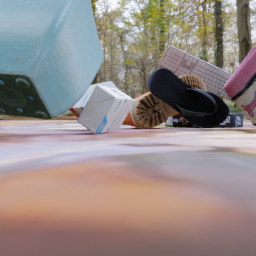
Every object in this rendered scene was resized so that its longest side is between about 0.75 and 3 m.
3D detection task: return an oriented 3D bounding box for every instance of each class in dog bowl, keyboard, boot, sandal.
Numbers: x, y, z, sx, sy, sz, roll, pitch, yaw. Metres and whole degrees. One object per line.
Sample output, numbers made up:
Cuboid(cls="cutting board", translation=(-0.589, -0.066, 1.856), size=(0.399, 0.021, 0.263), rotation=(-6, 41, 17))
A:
Cuboid(cls="dog bowl", translation=(2.929, -1.390, 5.330), size=(1.004, 2.723, 2.723), rotation=(38, 10, 9))
Cuboid(cls="keyboard", translation=(2.338, -1.526, 8.323), size=(2.885, 0.154, 0.812), rotation=(22, -42, -7))
Cuboid(cls="boot", translation=(0.869, -0.670, 7.226), size=(2.581, 0.968, 1.384), rotation=(-20, 6, -31))
Cuboid(cls="sandal", translation=(1.279, -0.529, 5.677), size=(1.985, 0.755, 0.425), rotation=(22, 1, -22))

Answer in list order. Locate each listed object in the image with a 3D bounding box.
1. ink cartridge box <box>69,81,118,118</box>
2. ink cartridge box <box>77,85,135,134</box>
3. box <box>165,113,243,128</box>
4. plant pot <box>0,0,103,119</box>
Cuboid(cls="ink cartridge box", translation=(-0.567, -0.427, 5.622), size=(0.944, 0.683, 0.686), rotation=(0, -41, 52))
Cuboid(cls="ink cartridge box", translation=(-0.310, -0.300, 4.564), size=(0.371, 0.644, 1.112), rotation=(33, 12, 12))
Cuboid(cls="box", translation=(2.053, -0.219, 7.819), size=(1.389, 0.377, 1.734), rotation=(-1, 2, -23))
Cuboid(cls="plant pot", translation=(-1.233, -0.912, 3.616), size=(1.387, 1.417, 1.391), rotation=(5, -32, 10))
